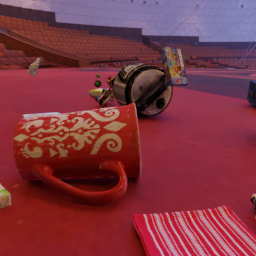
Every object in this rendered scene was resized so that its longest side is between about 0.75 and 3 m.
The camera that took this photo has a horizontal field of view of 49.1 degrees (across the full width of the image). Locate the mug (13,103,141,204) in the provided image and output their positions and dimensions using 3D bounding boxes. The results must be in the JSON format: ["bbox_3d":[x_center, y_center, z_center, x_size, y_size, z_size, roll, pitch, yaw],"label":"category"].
[{"bbox_3d":[-0.958,0.393,5.536,2.346,1.565,2.082,-4,13,-1],"label":"mug"}]

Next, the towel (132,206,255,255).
[{"bbox_3d":[0.949,1.502,3.921,1.639,0.184,1.185,-2,16,-9],"label":"towel"}]

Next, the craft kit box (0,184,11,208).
[{"bbox_3d":[-2.801,1.210,4.879,1.138,0.276,1.124,-12,17,-38],"label":"craft kit box"}]

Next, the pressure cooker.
[{"bbox_3d":[0.686,-1.582,11.635,2.152,2.118,2.409,2,14,-24],"label":"pressure cooker"}]

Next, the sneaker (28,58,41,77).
[{"bbox_3d":[-3.547,-2.309,10.560,0.328,0.819,0.288,27,33,-15],"label":"sneaker"}]

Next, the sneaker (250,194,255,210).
[{"bbox_3d":[2.127,1.276,4.448,0.858,0.343,0.559,-10,17,-34],"label":"sneaker"}]

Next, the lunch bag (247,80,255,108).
[{"bbox_3d":[6.435,-1.609,13.439,1.190,1.222,1.799,1,17,7],"label":"lunch bag"}]

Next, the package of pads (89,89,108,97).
[{"bbox_3d":[-1.647,-2.117,16.892,0.926,0.409,1.199,4,17,21],"label":"package of pads"}]

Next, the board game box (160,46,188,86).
[{"bbox_3d":[1.568,-2.078,9.494,0.889,1.313,0.226,-6,-7,-41],"label":"board game box"}]

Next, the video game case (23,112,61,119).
[{"bbox_3d":[-3.193,-0.424,10.584,1.370,0.170,1.914,-7,9,-23],"label":"video game case"}]

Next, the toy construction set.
[{"bbox_3d":[-0.694,-1.789,14.028,1.857,1.549,1.427,9,5,7],"label":"toy construction set"}]
